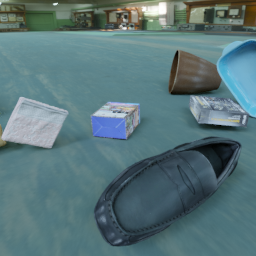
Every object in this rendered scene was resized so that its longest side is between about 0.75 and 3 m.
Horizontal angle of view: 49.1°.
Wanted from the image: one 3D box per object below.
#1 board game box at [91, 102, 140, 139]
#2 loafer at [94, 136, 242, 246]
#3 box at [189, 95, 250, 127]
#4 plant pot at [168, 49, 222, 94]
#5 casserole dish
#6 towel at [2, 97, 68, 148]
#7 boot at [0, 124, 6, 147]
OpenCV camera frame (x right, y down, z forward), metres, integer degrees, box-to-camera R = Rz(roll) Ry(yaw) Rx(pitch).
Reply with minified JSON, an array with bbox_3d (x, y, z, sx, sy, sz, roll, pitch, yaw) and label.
[{"bbox_3d":[-0.276,-0.215,6.985,0.889,0.540,1.115,5,23,18],"label":"board game box"},{"bbox_3d":[0.713,0.674,3.890,2.751,0.934,0.966,-19,-15,-45],"label":"loafer"},{"bbox_3d":[2.316,-0.474,7.358,1.187,0.362,1.498,4,20,0],"label":"box"},{"bbox_3d":[2.445,-1.895,10.055,1.677,1.567,1.567,9,23,-1],"label":"plant pot"},{"bbox_3d":[3.425,-1.337,7.512,1.398,2.308,0.448,-32,7,46],"label":"casserole dish"},{"bbox_3d":[-1.840,-0.054,5.625,1.037,0.990,0.167,16,26,-38],"label":"towel"},{"bbox_3d":[-3.387,0.280,4.982,2.107,0.796,2.406,28,22,38],"label":"boot"}]
